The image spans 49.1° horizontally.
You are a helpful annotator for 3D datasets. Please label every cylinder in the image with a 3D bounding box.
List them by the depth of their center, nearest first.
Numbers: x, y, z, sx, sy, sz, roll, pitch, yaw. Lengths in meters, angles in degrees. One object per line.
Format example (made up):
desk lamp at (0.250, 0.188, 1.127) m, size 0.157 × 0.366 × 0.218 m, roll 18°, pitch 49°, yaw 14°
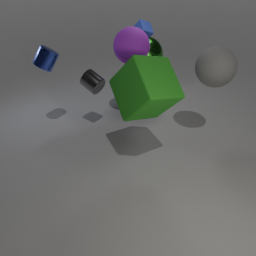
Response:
cylinder at (-2.901, -2.457, 9.898) m, size 0.700 × 0.700 × 0.700 m, roll 28°, pitch 15°, yaw -8°
cylinder at (-1.324, -1.732, 10.515) m, size 0.700 × 0.700 × 0.700 m, roll 39°, pitch 42°, yaw 11°

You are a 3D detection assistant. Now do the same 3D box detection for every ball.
ball at (3.021, -2.098, 9.624) m, size 1.400 × 1.400 × 1.400 m, roll 0°, pitch 31°, yaw 0°
ball at (0.138, -3.123, 10.668) m, size 1.400 × 1.400 × 1.400 m, roll 0°, pitch 31°, yaw 0°
ball at (0.781, -3.153, 11.898) m, size 1.400 × 1.400 × 1.400 m, roll 0°, pitch 31°, yaw 0°

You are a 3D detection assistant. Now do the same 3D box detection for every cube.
cube at (0.532, -1.159, 8.293) m, size 1.400 × 1.400 × 1.400 m, roll -8°, pitch 71°, yaw -39°
cube at (0.745, -4.899, 14.079) m, size 0.700 × 0.700 × 0.700 m, roll 2°, pitch 66°, yaw -40°
